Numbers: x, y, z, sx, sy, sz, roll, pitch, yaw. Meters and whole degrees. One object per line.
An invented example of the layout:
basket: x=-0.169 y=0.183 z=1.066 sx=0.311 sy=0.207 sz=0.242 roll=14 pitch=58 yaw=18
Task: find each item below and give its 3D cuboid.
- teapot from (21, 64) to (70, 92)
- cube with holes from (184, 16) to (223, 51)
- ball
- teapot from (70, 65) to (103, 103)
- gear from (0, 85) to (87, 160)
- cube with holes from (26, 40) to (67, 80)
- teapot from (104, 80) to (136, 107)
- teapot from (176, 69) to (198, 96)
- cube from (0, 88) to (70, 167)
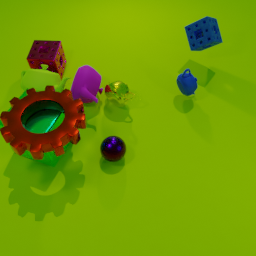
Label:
teapot: x=-2.629 y=-1.474 z=8.809 sx=2.044 sy=1.001 sz=1.271 roll=17 pitch=13 yaw=26
cube with holes: x=2.580 y=-3.179 z=9.542 sx=0.839 sy=0.839 sz=0.839 roll=-18 pitch=93 yaw=-51
ball: x=-0.405 y=0.567 z=7.652 sx=0.722 sy=0.722 sz=0.722 roll=0 pitch=52 yaw=0
teapot: x=-1.249 y=-1.291 z=8.800 sx=0.959 sy=1.217 sz=1.958 roll=19 pitch=25 yaw=-18
gear: x=-2.005 y=-0.189 z=6.717 sx=1.955 sy=0.362 sz=1.955 roll=1 pitch=54 yaw=-1
cube with holes: x=-2.777 y=-2.343 z=9.700 sx=0.951 sy=0.951 sz=0.951 roll=3 pitch=56 yaw=4
teapot: x=-0.305 y=-1.144 z=8.801 sx=1.424 sy=0.885 sz=0.697 roll=28 pitch=68 yaw=40
teapot: x=1.929 y=-1.397 z=8.925 sx=0.589 sy=1.202 sz=0.747 roll=-27 pitch=48 yaw=-2
cube: x=-2.391 y=-0.008 z=7.681 sx=1.370 sy=1.370 sz=1.370 roll=17 pitch=54 yaw=13
